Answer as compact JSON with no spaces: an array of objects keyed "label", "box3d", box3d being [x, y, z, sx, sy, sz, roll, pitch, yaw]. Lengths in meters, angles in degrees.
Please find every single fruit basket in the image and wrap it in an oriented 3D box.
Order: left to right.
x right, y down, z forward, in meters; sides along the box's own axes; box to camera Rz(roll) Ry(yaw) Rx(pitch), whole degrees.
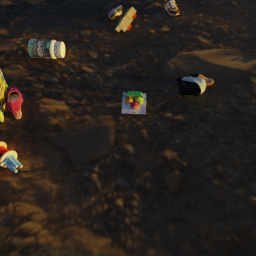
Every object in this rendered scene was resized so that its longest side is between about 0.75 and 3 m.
[{"label":"fruit basket","box3d":[0.205,-0.832,9.545,0.812,0.411,0.877,1,64,1]}]

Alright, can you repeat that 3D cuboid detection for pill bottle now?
[{"label":"pill bottle","box3d":[-3.267,-3.183,11.308,1.309,0.740,0.740,3,49,3]}]

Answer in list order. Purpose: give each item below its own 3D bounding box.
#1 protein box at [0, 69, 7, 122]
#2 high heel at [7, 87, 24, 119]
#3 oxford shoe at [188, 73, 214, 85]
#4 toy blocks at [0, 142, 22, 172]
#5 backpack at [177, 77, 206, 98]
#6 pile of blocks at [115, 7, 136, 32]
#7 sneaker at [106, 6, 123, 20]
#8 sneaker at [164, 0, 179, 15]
[{"label":"protein box","box3d":[-5.133,-1.129,9.134,1.859,1.263,1.872,-9,49,-8]},{"label":"high heel","box3d":[-3.873,-1.052,9.421,0.523,0.745,1.553,-11,49,-9]},{"label":"oxford shoe","box3d":[2.696,-1.814,10.360,0.964,0.351,0.344,7,49,6]},{"label":"toy blocks","box3d":[-3.812,0.937,7.794,1.512,0.549,1.260,32,55,25]},{"label":"backpack","box3d":[2.201,-1.440,9.633,0.896,0.748,0.567,13,47,40]},{"label":"pile of blocks","box3d":[-0.088,-4.911,13.093,0.535,0.707,1.721,40,59,-21]},{"label":"sneaker","box3d":[-0.682,-5.765,13.826,0.452,0.420,1.046,28,53,24]},{"label":"sneaker","box3d":[2.172,-6.159,14.032,0.508,0.611,1.356,-16,50,-14]}]
